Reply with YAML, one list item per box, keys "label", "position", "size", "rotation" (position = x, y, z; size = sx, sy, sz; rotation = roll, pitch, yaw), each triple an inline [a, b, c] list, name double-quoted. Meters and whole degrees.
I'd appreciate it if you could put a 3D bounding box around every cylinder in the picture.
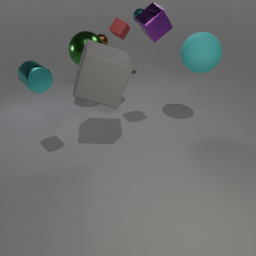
- label: "cylinder"
  position: [-2.465, -1.366, 7.440]
  size: [0.700, 0.700, 0.700]
  rotation: [-21, 37, -31]

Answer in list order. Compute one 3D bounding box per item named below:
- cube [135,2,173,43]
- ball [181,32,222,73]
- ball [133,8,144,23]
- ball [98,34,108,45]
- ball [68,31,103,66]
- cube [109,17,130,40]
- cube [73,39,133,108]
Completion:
- label: "cube"
  position: [0.766, -3.127, 8.305]
  size: [0.700, 0.700, 0.700]
  rotation: [-38, 46, 8]
- label: "ball"
  position: [2.582, -2.647, 9.873]
  size: [1.400, 1.400, 1.400]
  rotation: [0, 30, 0]
- label: "ball"
  position: [0.605, -5.611, 14.018]
  size: [0.700, 0.700, 0.700]
  rotation: [0, 30, 0]
- label: "ball"
  position: [-1.338, -4.294, 13.873]
  size: [0.700, 0.700, 0.700]
  rotation: [0, 30, 0]
- label: "ball"
  position: [-1.639, -3.096, 11.076]
  size: [1.400, 1.400, 1.400]
  rotation: [0, 30, 0]
- label: "cube"
  position: [-0.407, -5.031, 14.194]
  size: [0.700, 0.700, 0.700]
  rotation: [34, 7, 13]
- label: "cube"
  position: [-0.802, -1.669, 8.586]
  size: [1.400, 1.400, 1.400]
  rotation: [14, 30, -16]
